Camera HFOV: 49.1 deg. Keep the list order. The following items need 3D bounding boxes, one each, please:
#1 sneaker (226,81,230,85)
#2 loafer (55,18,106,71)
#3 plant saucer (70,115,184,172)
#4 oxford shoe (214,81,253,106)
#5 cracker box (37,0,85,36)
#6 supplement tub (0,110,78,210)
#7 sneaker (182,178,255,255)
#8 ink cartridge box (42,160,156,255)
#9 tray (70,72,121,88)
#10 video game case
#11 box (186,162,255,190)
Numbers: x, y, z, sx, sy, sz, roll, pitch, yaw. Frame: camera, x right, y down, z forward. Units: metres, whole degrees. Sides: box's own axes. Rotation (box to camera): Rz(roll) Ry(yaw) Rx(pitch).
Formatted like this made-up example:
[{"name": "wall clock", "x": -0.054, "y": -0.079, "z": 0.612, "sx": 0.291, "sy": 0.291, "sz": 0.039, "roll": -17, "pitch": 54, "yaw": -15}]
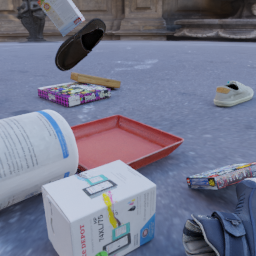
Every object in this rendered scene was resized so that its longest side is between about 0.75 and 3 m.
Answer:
[{"name": "sneaker", "x": 4.884, "y": -1.941, "z": 13.030, "sx": 0.363, "sy": 0.373, "sz": 0.936, "roll": -7, "pitch": 23, "yaw": -18}, {"name": "loafer", "x": -1.375, "y": -2.332, "z": 7.951, "sx": 0.690, "sy": 1.889, "sz": 0.674, "roll": 38, "pitch": 15, "yaw": -31}, {"name": "plant saucer", "x": -0.414, "y": 0.422, "z": 6.752, "sx": 2.543, "sy": 0.467, "sz": 2.538, "roll": -18, "pitch": 28, "yaw": -37}, {"name": "oxford shoe", "x": 4.351, "y": -1.512, "z": 11.320, "sx": 1.069, "sy": 0.821, "sz": 2.844, "roll": 14, "pitch": 23, "yaw": 39}, {"name": "cracker box", "x": -1.935, "y": -3.416, "z": 8.188, "sx": 0.790, "sy": 1.179, "sz": 0.340, "roll": -28, "pitch": 24, "yaw": 23}, {"name": "supplement tub", "x": -2.164, "y": 0.598, "z": 4.867, "sx": 2.267, "sy": 1.496, "sz": 1.496, "roll": -18, "pitch": 27, "yaw": -41}, {"name": "sneaker", "x": 1.471, "y": 1.301, "z": 4.069, "sx": 1.387, "sy": 0.730, "sz": 1.919, "roll": 4, "pitch": 22, "yaw": 4}, {"name": "ink cartridge box", "x": -0.402, "y": 1.213, "z": 3.985, "sx": 1.305, "sy": 0.958, "sz": 0.953, "roll": -15, "pitch": 26, "yaw": -33}, {"name": "tray", "x": -1.494, "y": -2.197, "z": 12.954, "sx": 2.090, "sy": 0.387, "sz": 1.031, "roll": 4, "pitch": 12, "yaw": -30}, {"name": "video game case", "x": -2.265, "y": -1.480, "z": 11.762, "sx": 2.122, "sy": 0.419, "sz": 2.341, "roll": -20, "pitch": 28, "yaw": -41}, {"name": "box", "x": 1.844, "y": 0.900, "z": 5.314, "sx": 1.215, "sy": 0.242, "sz": 0.832, "roll": -10, "pitch": -5, "yaw": -26}]
